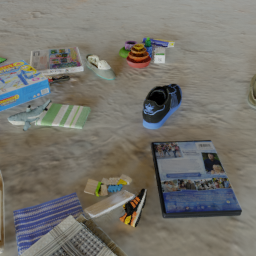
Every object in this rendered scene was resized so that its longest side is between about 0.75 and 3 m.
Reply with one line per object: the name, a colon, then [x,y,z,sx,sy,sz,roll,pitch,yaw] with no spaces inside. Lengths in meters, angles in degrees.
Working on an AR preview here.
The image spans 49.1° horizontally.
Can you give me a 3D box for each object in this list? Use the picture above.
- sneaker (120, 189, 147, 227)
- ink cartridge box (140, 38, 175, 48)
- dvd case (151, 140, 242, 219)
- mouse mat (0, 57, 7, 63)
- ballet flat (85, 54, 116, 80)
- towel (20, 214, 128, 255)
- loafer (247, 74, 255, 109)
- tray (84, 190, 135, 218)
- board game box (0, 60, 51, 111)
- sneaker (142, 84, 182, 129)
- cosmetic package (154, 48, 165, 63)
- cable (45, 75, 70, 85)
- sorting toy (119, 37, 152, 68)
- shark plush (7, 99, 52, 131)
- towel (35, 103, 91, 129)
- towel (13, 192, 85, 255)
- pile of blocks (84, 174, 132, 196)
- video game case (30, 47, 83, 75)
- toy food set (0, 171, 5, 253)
sneaker: [0.140,1.852,6.790,0.486,0.378,1.080,13,41,12]
ink cartridge box: [1.601,-4.623,15.107,1.479,0.352,1.497,17,21,20]
dvd case: [1.708,1.270,7.691,1.906,0.234,2.672,-2,37,-1]
mouse mat: [-7.386,-3.299,13.897,2.177,0.082,1.752,18,41,21]
ballet flat: [-1.319,-2.864,12.810,0.713,0.674,2.117,-26,44,-30]
towel: [-1.090,2.590,5.540,1.679,0.301,1.743,28,41,35]
loafer: [5.153,-1.515,10.867,0.915,0.847,2.432,7,38,9]
tray: [-0.448,1.863,6.822,1.176,0.130,0.631,-21,9,-25]
board game box: [-4.653,-1.684,10.910,2.382,0.666,2.332,-27,45,-31]
sneaker: [1.327,-1.110,10.126,0.983,1.092,2.804,15,40,20]
cosmetic package: [1.593,-3.646,14.060,0.534,0.421,0.992,1,38,4]
cable: [-3.144,-2.117,12.110,1.269,0.319,0.616,-11,38,-14]
sorting toy: [0.465,-3.935,13.919,1.527,1.043,2.541,-11,38,-13]
shark plush: [-3.229,-0.489,9.425,1.486,0.619,0.675,-25,44,-1]
towel: [-2.298,-0.437,10.001,1.714,0.201,1.308,6,38,6]
towel: [-1.614,2.422,6.140,1.587,0.261,2.192,-14,39,-19]
pile of blocks: [-0.497,1.549,7.249,1.234,0.384,0.507,-8,55,-3]
video game case: [-3.519,-3.308,13.712,2.381,0.310,2.616,-8,37,-11]
toy food set: [-3.822,1.972,6.312,1.793,0.755,2.499,-12,39,-16]
